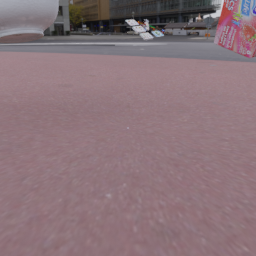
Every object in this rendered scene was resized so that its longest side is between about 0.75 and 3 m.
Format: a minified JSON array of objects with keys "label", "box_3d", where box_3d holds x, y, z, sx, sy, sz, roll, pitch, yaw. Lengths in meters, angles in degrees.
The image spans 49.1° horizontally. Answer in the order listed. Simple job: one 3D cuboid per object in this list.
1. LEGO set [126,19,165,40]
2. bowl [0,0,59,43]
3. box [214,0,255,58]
[{"label":"LEGO set","box_3d":[0.613,-3.168,9.117,1.309,0.321,0.978,-26,66,-42]},{"label":"bowl","box_3d":[-3.144,-3.130,7.816,2.785,1.252,2.785,-9,11,2]},{"label":"box","box_3d":[1.425,-1.410,2.968,0.580,1.163,0.555,-20,43,-29]}]
